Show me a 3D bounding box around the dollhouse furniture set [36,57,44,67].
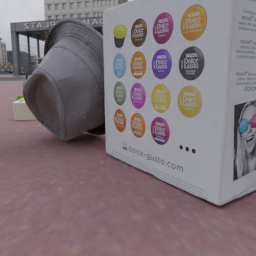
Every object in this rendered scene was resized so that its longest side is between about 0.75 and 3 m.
[{"bbox_3d":[-3.078,-1.866,12.564,1.411,1.862,2.124,1,-15,11],"label":"dollhouse furniture set"}]

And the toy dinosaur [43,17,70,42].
[{"bbox_3d":[-2.364,-3.203,9.606,1.200,0.515,0.813,-33,1,33],"label":"toy dinosaur"}]

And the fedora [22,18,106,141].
[{"bbox_3d":[-1.374,-0.758,6.116,2.519,2.848,1.286,43,54,9],"label":"fedora"}]

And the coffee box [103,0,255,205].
[{"bbox_3d":[1.388,-0.739,4.827,2.710,2.680,2.706,-8,14,-35],"label":"coffee box"}]

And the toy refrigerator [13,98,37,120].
[{"bbox_3d":[-3.481,-0.748,9.925,0.708,0.653,1.866,-2,12,-9],"label":"toy refrigerator"}]

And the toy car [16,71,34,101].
[{"bbox_3d":[-4.562,-1.968,13.486,1.255,1.590,1.306,4,12,18],"label":"toy car"}]
